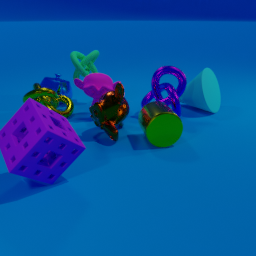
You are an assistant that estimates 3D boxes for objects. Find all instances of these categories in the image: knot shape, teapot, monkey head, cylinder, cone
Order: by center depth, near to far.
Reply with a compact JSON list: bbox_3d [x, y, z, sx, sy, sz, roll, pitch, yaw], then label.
[{"bbox_3d":[0.754,-0.104,6.671,0.874,0.874,0.874,-4,23,-10],"label":"cylinder"},{"bbox_3d":[-0.330,-0.313,6.921,0.974,1.616,1.162,-30,63,-19],"label":"monkey head"},{"bbox_3d":[1.091,-0.859,7.923,0.704,1.523,1.425,6,47,-44],"label":"knot shape"},{"bbox_3d":[-0.875,-1.062,8.100,1.396,1.004,0.841,2,33,-9],"label":"monkey head"},{"bbox_3d":[-2.401,-0.833,8.137,1.504,0.695,1.407,25,0,19],"label":"knot shape"},{"bbox_3d":[-1.396,-1.962,8.888,0.602,1.302,1.218,14,-4,27],"label":"knot shape"},{"bbox_3d":[2.026,-1.063,9.013,1.409,1.404,1.404,-9,13,38],"label":"cone"},{"bbox_3d":[-2.396,-1.348,9.372,1.157,0.911,1.861,7,15,-23],"label":"teapot"}]

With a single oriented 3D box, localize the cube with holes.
[{"bbox_3d":[-1.534,0.252,4.933,0.932,0.932,0.932,49,9,38],"label":"cube with holes"}]
